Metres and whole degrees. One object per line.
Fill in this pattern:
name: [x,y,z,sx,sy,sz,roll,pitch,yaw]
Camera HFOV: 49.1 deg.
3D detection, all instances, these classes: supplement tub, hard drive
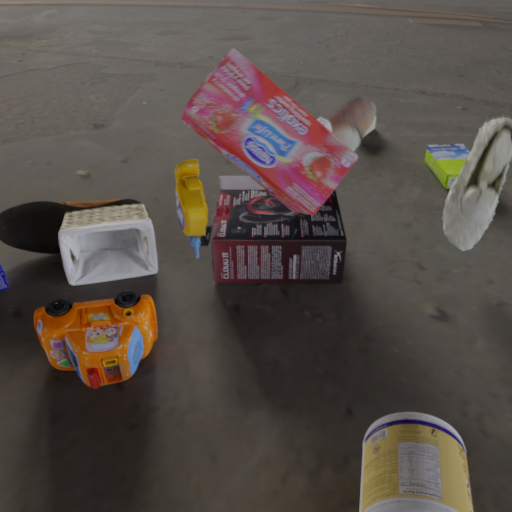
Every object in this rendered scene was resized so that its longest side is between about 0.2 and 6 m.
supplement tub: [1.662,2.582,5.861,1.146,1.146,1.577,6,34,9]
hard drive: [-0.059,-1.285,11.993,1.394,0.186,0.920,-3,65,-19]

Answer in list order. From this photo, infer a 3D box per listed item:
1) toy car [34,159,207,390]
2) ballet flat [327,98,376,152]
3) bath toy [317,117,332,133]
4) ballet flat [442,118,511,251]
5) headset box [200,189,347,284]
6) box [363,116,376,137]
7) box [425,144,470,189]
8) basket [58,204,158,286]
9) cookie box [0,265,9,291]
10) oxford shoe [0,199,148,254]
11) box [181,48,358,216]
toy car: [-1.861,0.466,7.280,1.801,3.671,1.222,7,41,-22]
ballet flat: [1.476,-2.103,11.325,0.869,2.554,0.859,21,51,-27]
bath toy: [0.949,-2.272,10.849,0.657,0.558,1.511,-51,24,-23]
ballet flat: [4.060,-1.350,10.056,0.909,2.533,0.909,19,-3,1]
headset box: [0.261,-0.415,10.505,2.615,0.981,1.943,0,34,0]
box: [3.055,-3.705,15.985,0.347,0.416,1.014,20,37,27]
box: [4.868,-2.212,13.721,1.071,0.418,1.756,-2,34,-3]
basket: [-2.671,-0.246,10.209,1.612,1.092,0.994,-7,30,-11]
cookie box: [-5.107,0.372,9.817,1.172,0.440,1.003,-21,39,-28]
oxford shoe: [-3.607,-0.628,11.100,2.859,1.020,1.019,-5,10,-13]
box: [0.171,-1.957,9.270,2.665,1.272,1.329,38,-1,-12]
